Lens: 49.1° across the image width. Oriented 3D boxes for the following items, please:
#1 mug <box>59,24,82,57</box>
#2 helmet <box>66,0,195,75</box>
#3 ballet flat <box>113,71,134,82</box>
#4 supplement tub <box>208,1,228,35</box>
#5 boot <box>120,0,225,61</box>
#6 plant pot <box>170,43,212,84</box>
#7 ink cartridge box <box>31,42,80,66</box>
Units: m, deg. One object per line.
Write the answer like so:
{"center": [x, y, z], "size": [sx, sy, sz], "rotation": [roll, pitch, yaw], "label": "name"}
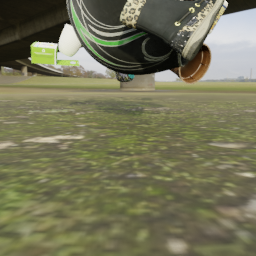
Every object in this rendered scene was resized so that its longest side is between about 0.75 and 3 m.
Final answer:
{"center": [-2.208, -3.379, 10.964], "size": [0.865, 1.027, 1.172], "rotation": [27, 17, -9], "label": "mug"}
{"center": [0.070, -2.691, 6.307], "size": [2.824, 2.962, 2.962], "rotation": [12, 12, 18], "label": "helmet"}
{"center": [-0.494, -3.081, 11.448], "size": [0.923, 2.566, 0.923], "rotation": [-15, 4, 1], "label": "ballet flat"}
{"center": [2.941, -4.282, 10.723], "size": [1.105, 1.531, 1.105], "rotation": [23, 23, -11], "label": "supplement tub"}
{"center": [0.815, -2.032, 4.710], "size": [1.369, 1.813, 0.654], "rotation": [27, -31, 6], "label": "boot"}
{"center": [2.019, -2.579, 10.365], "size": [1.500, 1.500, 1.485], "rotation": [-6, 31, -32], "label": "plant pot"}
{"center": [-2.649, -2.740, 10.379], "size": [1.670, 0.632, 1.234], "rotation": [1, 23, -13], "label": "ink cartridge box"}
